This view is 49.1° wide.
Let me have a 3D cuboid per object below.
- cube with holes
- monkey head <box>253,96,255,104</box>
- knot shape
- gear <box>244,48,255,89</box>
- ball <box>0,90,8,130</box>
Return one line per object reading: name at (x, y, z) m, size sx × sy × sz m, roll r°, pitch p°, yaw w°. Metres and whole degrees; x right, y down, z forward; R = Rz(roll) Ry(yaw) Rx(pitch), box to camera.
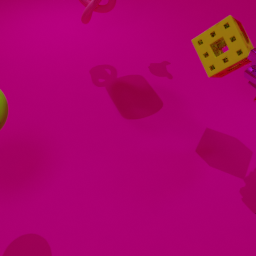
cube with holes at (2.168, -1.753, 6.237) m, size 0.923 × 0.923 × 0.923 m, roll -14°, pitch 79°, yaw -54°
monkey head at (3.089, -0.381, 5.892) m, size 0.838 × 0.702 × 1.165 m, roll 3°, pitch 23°, yaw 28°
knot shape at (-1.048, -3.966, 8.432) m, size 0.671 × 1.453 × 1.359 m, roll 8°, pitch 54°, yaw -51°
gear at (3.058, -1.509, 5.354) m, size 1.822 × 1.822 × 0.337 m, roll -24°, pitch 51°, yaw -20°
ball at (-2.352, -0.284, 4.249) m, size 0.989 × 0.989 × 0.989 m, roll 0°, pitch 48°, yaw 0°
